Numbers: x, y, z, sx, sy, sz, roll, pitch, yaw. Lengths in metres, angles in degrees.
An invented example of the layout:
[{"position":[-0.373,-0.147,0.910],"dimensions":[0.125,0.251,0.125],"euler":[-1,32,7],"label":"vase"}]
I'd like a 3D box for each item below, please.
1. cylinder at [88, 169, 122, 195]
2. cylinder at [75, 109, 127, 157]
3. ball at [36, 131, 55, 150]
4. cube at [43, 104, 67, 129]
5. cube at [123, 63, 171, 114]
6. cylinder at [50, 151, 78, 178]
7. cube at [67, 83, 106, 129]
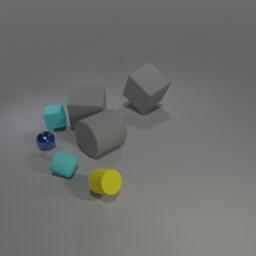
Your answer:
[{"position":[-0.663,1.528,8.013],"dimensions":[0.700,0.700,0.700],"euler":[-29,13,-38],"label":"cylinder"},{"position":[-0.987,0.164,10.300],"dimensions":[1.400,1.400,1.400],"euler":[-26,40,-37],"label":"cylinder"},{"position":[-3.091,0.457,10.516],"dimensions":[0.700,0.700,0.700],"euler":[0,31,0],"label":"ball"},{"position":[-3.000,-0.477,11.524],"dimensions":[0.700,0.700,0.700],"euler":[-8,36,4],"label":"cube"},{"position":[0.824,-1.799,12.709],"dimensions":[1.400,1.400,1.400],"euler":[-36,74,-29],"label":"cube"},{"position":[-2.096,1.181,9.159],"dimensions":[0.700,0.700,0.700],"euler":[22,32,-3],"label":"cylinder"},{"position":[-1.669,-0.884,11.726],"dimensions":[1.400,1.400,1.400],"euler":[2,46,0],"label":"cube"}]
